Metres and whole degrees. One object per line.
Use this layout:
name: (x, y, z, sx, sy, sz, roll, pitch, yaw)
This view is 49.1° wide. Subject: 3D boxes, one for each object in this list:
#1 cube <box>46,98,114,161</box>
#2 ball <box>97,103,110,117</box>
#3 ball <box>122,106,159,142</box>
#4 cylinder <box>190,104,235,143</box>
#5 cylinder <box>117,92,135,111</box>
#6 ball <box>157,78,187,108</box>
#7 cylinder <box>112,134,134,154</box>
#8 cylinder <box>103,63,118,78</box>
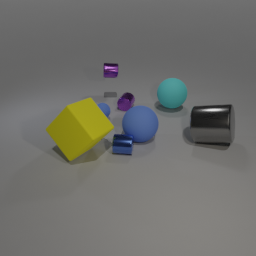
cube: (-1.632, 0.017, 9.635, 1.400, 1.400, 1.400, 52, 31, 3)
ball: (-1.112, -0.744, 12.179, 0.700, 0.700, 0.700, 0, 29, 0)
ball: (0.469, -0.161, 10.739, 1.400, 1.400, 1.400, 0, 29, 0)
cylinder: (3.163, -0.153, 10.416, 1.400, 1.400, 1.400, -1, 26, 28)
cylinder: (-0.088, -1.260, 13.406, 0.700, 0.700, 0.700, 8, 30, 14)
ball: (2.058, -1.623, 13.074, 1.400, 1.400, 1.400, 0, 29, 0)
cylinder: (-0.171, 0.578, 10.103, 0.700, 0.700, 0.700, 3, 29, 6)
cylinder: (-0.841, -2.797, 13.642, 0.700, 0.700, 0.700, 1, 29, -6)
